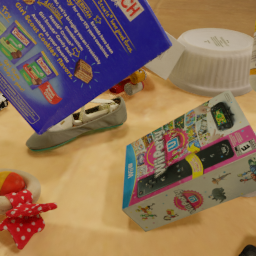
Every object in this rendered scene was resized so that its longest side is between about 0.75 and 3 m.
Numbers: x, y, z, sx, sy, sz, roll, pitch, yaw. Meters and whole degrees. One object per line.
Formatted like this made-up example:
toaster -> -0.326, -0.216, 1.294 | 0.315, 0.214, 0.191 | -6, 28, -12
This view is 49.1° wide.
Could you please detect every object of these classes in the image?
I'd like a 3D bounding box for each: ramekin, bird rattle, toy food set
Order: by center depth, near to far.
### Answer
bird rattle -> -2.184, 1.132, 4.934 | 1.972, 1.111, 1.608 | 3, 19, -1
ramekin -> 2.318, 0.636, 5.389 | 1.289, 1.289, 0.600 | -1, 24, -2
toy food set -> -0.095, -1.706, 8.748 | 0.981, 1.041, 2.181 | -30, 36, -35
ramekin -> 2.854, -2.314, 9.347 | 2.998, 1.396, 2.998 | -1, 35, 0

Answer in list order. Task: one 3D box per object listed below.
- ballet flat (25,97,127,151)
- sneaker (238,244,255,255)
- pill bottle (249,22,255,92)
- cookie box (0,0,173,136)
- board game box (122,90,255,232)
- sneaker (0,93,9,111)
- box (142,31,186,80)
ballet flat -> -1.249, -0.232, 6.895 | 2.638, 0.840, 0.889 | -17, 33, -22
sneaker -> 2.784, 1.783, 4.018 | 2.705, 0.899, 1.224 | -13, 40, -14
pill bottle -> 2.713, -1.260, 4.240 | 1.528, 2.710, 1.528 | 3, 9, -1
cookie box -> -0.870, -1.327, 3.914 | 2.288, 1.957, 0.860 | -32, 19, 11
board game box -> 1.057, 0.551, 4.897 | 2.320, 0.746, 1.711 | -30, 29, 21
sneaker -> -3.670, -0.666, 7.838 | 0.553, 0.477, 1.262 | -4, 36, -6
box -> 0.419, -2.670, 9.061 | 1.721, 1.202, 2.261 | 25, 10, -28
